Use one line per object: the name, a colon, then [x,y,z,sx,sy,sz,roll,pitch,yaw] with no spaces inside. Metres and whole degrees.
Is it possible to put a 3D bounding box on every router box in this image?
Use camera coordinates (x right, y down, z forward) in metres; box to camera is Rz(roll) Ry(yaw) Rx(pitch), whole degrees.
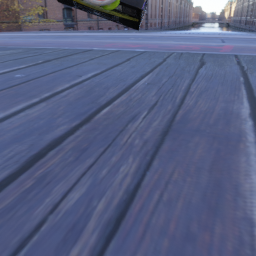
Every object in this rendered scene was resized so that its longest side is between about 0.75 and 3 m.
router box: [-0.867,-3.930,8.191,2.889,0.754,2.271,19,5,-2]

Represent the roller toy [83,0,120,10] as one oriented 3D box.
roller toy: [-0.700,-3.597,6.406,1.311,1.437,1.004,9,33,-22]
